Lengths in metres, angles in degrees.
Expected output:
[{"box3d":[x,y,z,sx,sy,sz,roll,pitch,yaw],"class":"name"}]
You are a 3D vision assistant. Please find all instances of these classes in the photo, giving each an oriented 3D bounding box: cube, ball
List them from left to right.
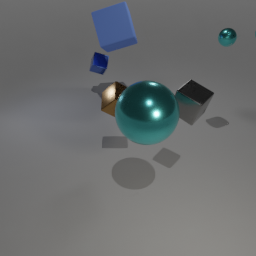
[{"box3d":[-1.358,-3.029,13.164,0.700,0.700,0.700,13,-17,-17],"class":"cube"},{"box3d":[-0.501,-4.029,11.364,1.400,1.400,1.400,-15,6,8],"class":"cube"},{"box3d":[-0.304,-0.809,8.254,0.700,0.700,0.700,25,50,-33],"class":"cube"},{"box3d":[0.414,-0.327,6.095,1.400,1.400,1.400,0,31,0],"class":"ball"},{"box3d":[1.559,-0.639,6.915,0.700,0.700,0.700,36,50,19],"class":"cube"},{"box3d":[3.875,-3.535,10.924,0.700,0.700,0.700,0,31,0],"class":"ball"}]
